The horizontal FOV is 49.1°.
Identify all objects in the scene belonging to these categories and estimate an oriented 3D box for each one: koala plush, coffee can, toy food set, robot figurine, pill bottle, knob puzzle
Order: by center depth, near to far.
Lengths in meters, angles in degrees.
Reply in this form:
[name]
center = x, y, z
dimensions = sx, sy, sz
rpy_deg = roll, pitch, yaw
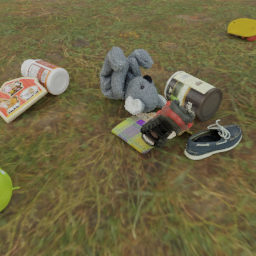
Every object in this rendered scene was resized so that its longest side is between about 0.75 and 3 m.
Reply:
[robot figurine]
center = -4.141, 1.628, 7.474
dimensions = 2.244, 1.298, 1.969
rpy_deg = 7, 21, 11
[coffee can]
center = 2.592, -1.304, 11.203
dimensions = 1.376, 1.376, 1.880
rpy_deg = -25, 44, -29
[koala plush]
center = 0.288, -1.581, 11.334
dimensions = 2.277, 2.359, 2.567
rpy_deg = -16, 56, -47
[knob puzzle]
center = -4.709, -1.455, 11.631
dimensions = 2.477, 0.343, 2.477
rpy_deg = -9, 53, 12
[pill bottle]
center = -3.831, -2.401, 12.766
dimensions = 2.174, 1.219, 1.219
rpy_deg = 26, 45, 29
[toy food set]
center = 7.755, -6.136, 18.044
dimensions = 1.583, 0.879, 2.690
rpy_deg = -45, 50, -13

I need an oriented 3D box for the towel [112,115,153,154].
[towel]
center = 0.385, 0.209, 10.099
dimensions = 1.260, 0.200, 1.755
rpy_deg = -34, 48, -29

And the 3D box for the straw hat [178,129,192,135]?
[straw hat]
center = 1.841, 0.006, 10.223
dimensions = 0.460, 1.086, 1.086
rpy_deg = -45, 43, 8

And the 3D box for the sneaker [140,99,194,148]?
[sneaker]
center = 1.069, -0.021, 8.391
dimensions = 1.351, 2.765, 0.977
rpy_deg = -43, 89, -9

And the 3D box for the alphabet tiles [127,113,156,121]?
[alphabet tiles]
center = 0.789, -0.056, 10.620
dimensions = 1.694, 0.126, 1.731
rpy_deg = 0, 38, -2

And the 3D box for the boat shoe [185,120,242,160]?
[boat shoe]
center = 2.999, 0.306, 9.627
dimensions = 2.452, 0.758, 0.918
rpy_deg = -16, 40, -19
